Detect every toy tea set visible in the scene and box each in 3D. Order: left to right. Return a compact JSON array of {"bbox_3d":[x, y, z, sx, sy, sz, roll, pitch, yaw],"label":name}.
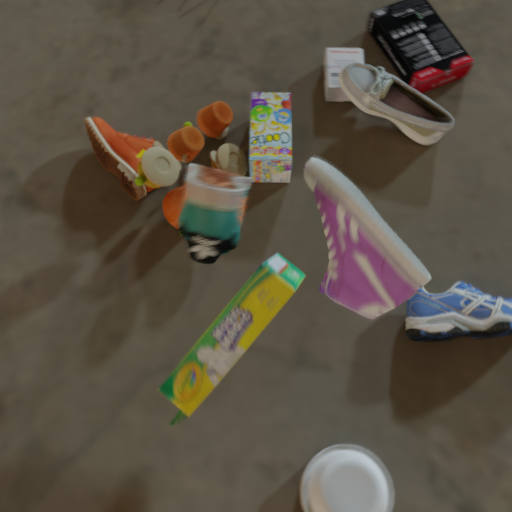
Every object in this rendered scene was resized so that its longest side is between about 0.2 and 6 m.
[{"bbox_3d":[-1.264,-1.826,11.377,1.784,1.110,3.000,49,51,-15],"label":"toy tea set"}]

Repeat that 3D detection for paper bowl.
[{"bbox_3d":[1.466,3.806,9.014,1.474,0.767,1.474,0,67,-1],"label":"paper bowl"}]

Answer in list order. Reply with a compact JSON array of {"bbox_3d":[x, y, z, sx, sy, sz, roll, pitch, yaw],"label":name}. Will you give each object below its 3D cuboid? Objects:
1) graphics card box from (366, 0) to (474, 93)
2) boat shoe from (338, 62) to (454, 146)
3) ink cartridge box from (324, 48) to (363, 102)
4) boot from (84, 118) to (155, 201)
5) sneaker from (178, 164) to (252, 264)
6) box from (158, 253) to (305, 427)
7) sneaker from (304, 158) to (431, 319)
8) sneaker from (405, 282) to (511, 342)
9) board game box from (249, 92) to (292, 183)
[{"bbox_3d":[3.721,-4.874,12.893,1.446,0.586,2.304,-23,70,-9],"label":"graphics card box"},{"bbox_3d":[2.938,-3.315,11.789,2.585,0.829,0.953,36,71,-2],"label":"boat shoe"},{"bbox_3d":[1.975,-4.072,12.596,0.836,0.485,1.155,1,66,0],"label":"ink cartridge box"},{"bbox_3d":[-2.664,-2.211,11.696,1.166,0.816,2.175,-37,76,-23],"label":"boot"},{"bbox_3d":[-0.652,-0.659,8.073,0.984,2.758,1.102,13,104,-1],"label":"sneaker"},{"bbox_3d":[-0.327,0.986,6.691,0.530,1.285,2.191,38,100,5],"label":"box"},{"bbox_3d":[1.240,-0.189,8.432,1.441,0.916,2.527,-41,77,22],"label":"sneaker"},{"bbox_3d":[3.995,0.960,10.126,2.603,0.986,1.003,-1,70,-2],"label":"sneaker"},{"bbox_3d":[0.294,-2.463,11.684,0.861,0.877,1.672,1,67,0],"label":"board game box"}]
